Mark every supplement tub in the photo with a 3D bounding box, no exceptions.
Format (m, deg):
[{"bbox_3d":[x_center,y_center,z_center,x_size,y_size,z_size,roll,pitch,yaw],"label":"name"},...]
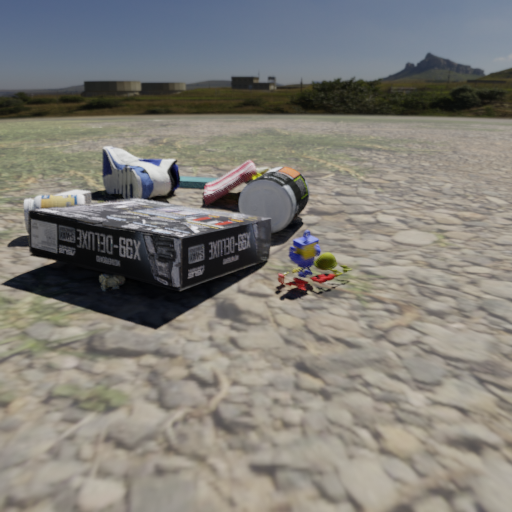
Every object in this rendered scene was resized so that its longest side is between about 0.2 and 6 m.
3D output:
[{"bbox_3d":[-4.414,-0.895,12.376,1.239,0.896,0.896,-4,18,-15],"label":"supplement tub"},{"bbox_3d":[0.508,-1.383,13.238,1.299,1.299,2.120,6,19,18],"label":"supplement tub"}]

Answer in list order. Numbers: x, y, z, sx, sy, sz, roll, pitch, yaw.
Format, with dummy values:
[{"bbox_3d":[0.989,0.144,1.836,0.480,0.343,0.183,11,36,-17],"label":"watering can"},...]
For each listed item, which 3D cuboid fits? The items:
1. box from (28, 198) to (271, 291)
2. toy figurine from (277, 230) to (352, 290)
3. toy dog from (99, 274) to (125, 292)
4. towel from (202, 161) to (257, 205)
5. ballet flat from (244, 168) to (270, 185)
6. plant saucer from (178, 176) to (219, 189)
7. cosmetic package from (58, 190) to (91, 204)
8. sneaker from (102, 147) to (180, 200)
[{"bbox_3d":[-1.923,-0.379,10.415,3.556,0.885,2.804,10,15,29],"label":"box"},{"bbox_3d":[0.989,-0.043,9.467,1.379,0.826,0.727,-18,24,-37],"label":"toy figurine"},{"bbox_3d":[-2.408,0.422,9.416,0.405,0.283,0.393,-7,18,-34],"label":"toy dog"},{"bbox_3d":[-0.773,-2.191,16.089,1.661,0.262,2.306,-30,16,5],"label":"towel"},{"bbox_3d":[0.245,-2.138,16.178,0.811,0.809,2.421,-46,26,3],"label":"ballet flat"},{"bbox_3d":[-2.030,-2.359,17.965,2.735,0.259,0.956,6,19,14],"label":"plant saucer"},{"bbox_3d":[-4.580,-1.152,13.543,0.535,0.678,1.261,9,19,24],"label":"cosmetic package"},{"bbox_3d":[-3.301,-2.332,16.562,1.818,1.272,3.148,-8,26,-34],"label":"sneaker"}]
